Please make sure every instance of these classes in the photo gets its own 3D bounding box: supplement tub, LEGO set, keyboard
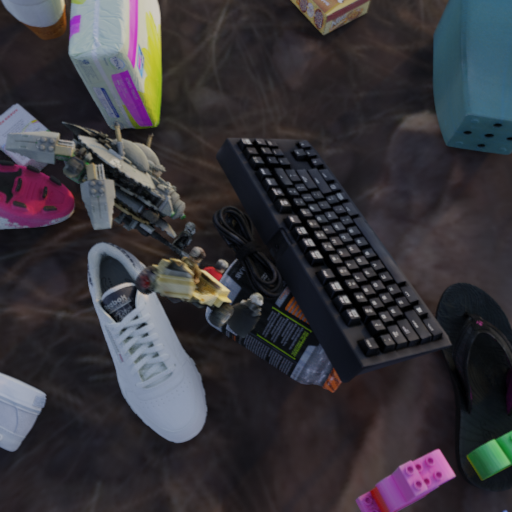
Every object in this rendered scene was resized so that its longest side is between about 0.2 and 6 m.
[{"bbox_3d":[0.423,0.876,7.415,1.956,1.198,1.198,32,73,11],"label":"supplement tub"},{"bbox_3d":[-1.315,-0.769,7.013,4.350,2.825,1.233,38,95,26],"label":"LEGO set"},{"bbox_3d":[0.692,-0.227,7.330,2.337,0.499,3.893,-10,53,-27],"label":"keyboard"},{"bbox_3d":[3.260,2.431,6.220,3.843,1.577,1.466,-20,59,-14],"label":"LEGO set"}]

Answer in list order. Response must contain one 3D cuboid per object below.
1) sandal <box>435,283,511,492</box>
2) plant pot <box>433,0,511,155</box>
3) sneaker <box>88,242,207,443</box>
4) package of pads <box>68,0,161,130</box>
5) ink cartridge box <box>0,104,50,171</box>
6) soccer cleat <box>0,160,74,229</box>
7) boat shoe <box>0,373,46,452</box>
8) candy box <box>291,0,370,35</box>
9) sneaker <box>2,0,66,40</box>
[{"bbox_3d":[3.067,1.636,7.417,1.034,0.659,2.752,-2,71,-1],"label":"sandal"},{"bbox_3d":[3.628,-2.839,8.597,1.601,1.601,2.266,10,74,4],"label":"plant pot"},{"bbox_3d":[-1.537,1.134,7.370,1.070,1.127,2.801,-27,74,-11],"label":"sneaker"},{"bbox_3d":[-2.065,-3.476,8.560,0.891,2.018,2.613,-4,71,3],"label":"package of pads"},{"bbox_3d":[-3.643,-1.816,8.807,0.951,0.399,0.689,39,75,13],"label":"ink cartridge box"},{"bbox_3d":[-4.158,-0.780,8.226,2.787,1.203,0.973,6,54,-22],"label":"soccer cleat"},{"bbox_3d":[-4.202,1.743,7.306,2.800,1.008,0.959,22,71,-3],"label":"boat shoe"},{"bbox_3d":[1.077,-4.775,9.813,0.996,0.477,1.725,-32,73,-14],"label":"candy box"},{"bbox_3d":[-4.192,-4.979,9.403,1.247,1.450,3.424,-26,70,-10],"label":"sneaker"}]
